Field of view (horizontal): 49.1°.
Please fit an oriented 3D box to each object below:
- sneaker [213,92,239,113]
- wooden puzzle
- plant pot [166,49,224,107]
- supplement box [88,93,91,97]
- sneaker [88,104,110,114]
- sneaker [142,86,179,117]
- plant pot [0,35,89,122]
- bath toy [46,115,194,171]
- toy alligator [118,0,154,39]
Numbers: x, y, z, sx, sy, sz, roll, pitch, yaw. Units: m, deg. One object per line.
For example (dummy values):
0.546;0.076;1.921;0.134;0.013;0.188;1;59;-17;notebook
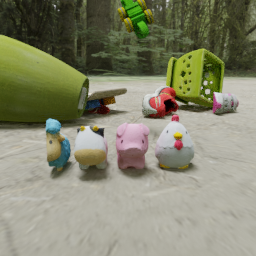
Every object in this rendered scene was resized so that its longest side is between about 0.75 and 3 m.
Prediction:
3.681;-0.974;10.482;0.849;0.783;1.924;6;15;26;sneaker
-1.349;-0.945;10.434;2.156;0.499;1.997;-13;2;38;wooden puzzle
2.691;-1.938;11.593;1.785;1.967;1.957;2;-6;42;plant pot
-1.785;-1.476;13.621;1.076;0.396;0.678;-7;14;-30;supplement box
-0.968;-0.734;10.376;0.957;0.375;0.553;9;17;31;sneaker
1.373;-0.868;10.196;1.043;0.946;2.456;14;27;23;sneaker
-2.667;-1.232;8.543;2.745;2.568;2.568;13;13;2;plant pot
-0.072;0.245;4.715;2.466;0.911;1.072;0;13;-6;bath toy
0.109;-2.980;7.238;0.677;2.282;0.619;-23;-31;1;toy alligator
